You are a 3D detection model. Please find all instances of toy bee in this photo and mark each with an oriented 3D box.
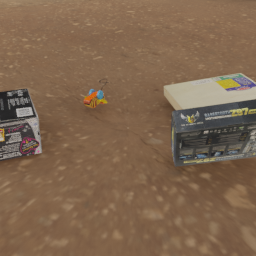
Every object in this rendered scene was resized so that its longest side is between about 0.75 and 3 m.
[{"bbox_3d":[-0.890,-0.912,8.613,1.153,0.627,0.755,-37,47,-26],"label":"toy bee"}]

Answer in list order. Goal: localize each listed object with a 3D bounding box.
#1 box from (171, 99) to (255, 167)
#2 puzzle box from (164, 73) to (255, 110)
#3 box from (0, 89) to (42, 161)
[{"bbox_3d":[2.014,0.147,5.868,2.174,1.714,0.555,-8,59,5],"label":"box"},{"bbox_3d":[2.647,-0.983,8.405,2.730,0.347,1.816,-10,33,-8],"label":"puzzle box"},{"bbox_3d":[-2.941,-0.129,7.077,1.226,1.064,1.855,-11,33,-22],"label":"box"}]
